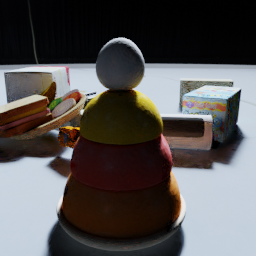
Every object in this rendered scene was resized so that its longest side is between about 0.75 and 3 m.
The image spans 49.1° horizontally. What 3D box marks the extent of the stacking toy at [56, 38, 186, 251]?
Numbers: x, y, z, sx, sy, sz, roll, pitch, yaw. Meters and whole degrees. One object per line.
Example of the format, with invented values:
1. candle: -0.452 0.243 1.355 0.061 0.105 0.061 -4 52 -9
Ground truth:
1. stacking toy: -0.090 0.104 3.755 1.819 2.489 1.819 0 15 0

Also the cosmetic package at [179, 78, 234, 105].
1. cosmetic package: 3.344 -1.555 12.155 2.187 1.132 0.799 2 16 11

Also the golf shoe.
1. golf shoe: -1.049 -0.779 9.823 2.505 0.967 1.103 -3 9 -12

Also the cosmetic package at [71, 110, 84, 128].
1. cosmetic package: -1.038 -0.105 7.906 1.261 0.652 0.550 16 21 42

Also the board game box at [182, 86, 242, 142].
1. board game box: 2.532 -0.517 8.346 1.201 1.180 2.290 9 18 29

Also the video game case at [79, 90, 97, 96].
1. video game case: -2.603 -1.889 15.124 1.376 0.152 1.252 7 17 23

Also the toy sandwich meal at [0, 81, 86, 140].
1. toy sandwich meal: -2.512 -0.591 7.857 2.746 0.940 2.746 -18 24 8

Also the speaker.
1. speaker: 0.935 0.077 6.872 2.122 0.862 0.862 3 16 7

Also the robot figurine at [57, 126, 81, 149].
1. robot figurine: -0.580 0.335 6.214 1.994 0.581 1.446 14 8 41

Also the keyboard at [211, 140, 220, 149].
1. keyboard: 2.032 0.381 7.228 0.397 0.151 0.764 -38 36 -28

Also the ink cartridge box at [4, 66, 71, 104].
1. ink cartridge box: -3.198 -1.346 10.331 1.680 1.687 2.322 0 16 2
